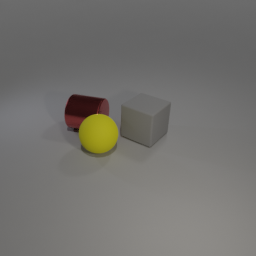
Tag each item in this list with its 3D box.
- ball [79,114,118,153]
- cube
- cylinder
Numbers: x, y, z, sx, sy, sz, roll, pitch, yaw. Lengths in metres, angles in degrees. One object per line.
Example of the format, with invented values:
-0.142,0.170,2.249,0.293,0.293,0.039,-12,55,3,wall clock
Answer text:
-1.046,0.203,9.976,1.400,1.400,1.400,0,32,0,ball
0.680,-0.350,10.891,1.400,1.400,1.400,22,37,29,cube
-1.632,-0.597,11.337,1.400,1.400,1.400,9,33,14,cylinder
